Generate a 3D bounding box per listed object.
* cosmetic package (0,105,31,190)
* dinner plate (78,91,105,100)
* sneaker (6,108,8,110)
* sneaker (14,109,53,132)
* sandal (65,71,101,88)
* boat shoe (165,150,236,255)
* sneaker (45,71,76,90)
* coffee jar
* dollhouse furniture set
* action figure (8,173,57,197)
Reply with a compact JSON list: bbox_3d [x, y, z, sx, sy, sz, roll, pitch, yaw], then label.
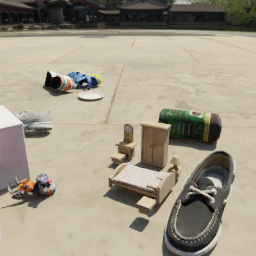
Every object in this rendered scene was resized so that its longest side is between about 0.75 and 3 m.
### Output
[{"bbox_3d":[-3.270,0.442,7.060,0.977,1.590,1.585,-18,30,-34],"label":"cosmetic package"},{"bbox_3d":[-1.720,-1.514,13.189,1.230,0.149,1.230,0,25,0],"label":"dinner plate"},{"bbox_3d":[-5.128,-0.566,10.598,1.253,0.532,0.483,-4,24,-8],"label":"sneaker"},{"bbox_3d":[-3.504,-0.285,9.506,1.845,0.757,0.690,2,-17,-14],"label":"sneaker"},{"bbox_3d":[-2.472,-2.520,14.724,2.003,0.796,0.872,6,29,16],"label":"sandal"},{"bbox_3d":[1.607,1.390,5.810,1.078,0.881,2.919,16,29,31],"label":"boat shoe"},{"bbox_3d":[-3.495,-2.360,14.527,1.124,0.846,2.404,10,10,-37],"label":"sneaker"},{"bbox_3d":[2.024,-0.103,9.163,2.002,0.854,1.044,7,20,17],"label":"coffee jar"},{"bbox_3d":[0.129,0.712,6.769,2.030,1.163,2.381,11,22,27],"label":"dollhouse furniture set"},{"bbox_3d":[-2.168,1.363,6.582,1.005,0.544,1.039,5,-1,-6],"label":"action figure"}]
